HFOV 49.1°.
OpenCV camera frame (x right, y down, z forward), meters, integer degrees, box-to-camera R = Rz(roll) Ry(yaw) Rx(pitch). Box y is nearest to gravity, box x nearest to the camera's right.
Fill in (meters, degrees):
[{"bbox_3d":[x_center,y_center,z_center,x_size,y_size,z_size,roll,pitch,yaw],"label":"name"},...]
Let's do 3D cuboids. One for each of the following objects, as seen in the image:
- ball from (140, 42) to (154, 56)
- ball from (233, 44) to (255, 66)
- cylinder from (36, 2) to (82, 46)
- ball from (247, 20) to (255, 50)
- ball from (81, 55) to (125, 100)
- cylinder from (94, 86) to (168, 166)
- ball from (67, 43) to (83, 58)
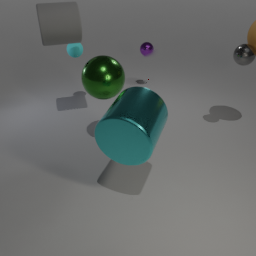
[{"bbox_3d":[0.951,-3.992,14.177,0.700,0.700,0.700,0,29,0],"label":"ball"},{"bbox_3d":[3.843,-2.416,9.243,0.700,0.700,0.700,0,29,0],"label":"ball"},{"bbox_3d":[-2.437,-3.706,9.976,1.400,1.400,1.400,-9,31,-13],"label":"cylinder"},{"bbox_3d":[4.679,-3.039,9.209,1.400,1.400,1.400,0,29,0],"label":"ball"},{"bbox_3d":[-0.790,-1.610,8.983,1.400,1.400,1.400,0,29,0],"label":"ball"},{"bbox_3d":[0.114,-0.065,6.716,1.400,1.400,1.400,11,40,18],"label":"cylinder"},{"bbox_3d":[-2.303,-3.415,12.160,0.700,0.700,0.700,0,29,0],"label":"ball"}]
